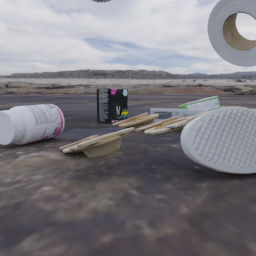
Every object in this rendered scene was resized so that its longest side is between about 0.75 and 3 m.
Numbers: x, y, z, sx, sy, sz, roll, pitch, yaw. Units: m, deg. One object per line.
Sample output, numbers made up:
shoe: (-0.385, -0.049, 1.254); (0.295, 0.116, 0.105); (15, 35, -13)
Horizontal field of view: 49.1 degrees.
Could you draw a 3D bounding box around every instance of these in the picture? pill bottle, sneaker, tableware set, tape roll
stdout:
pill bottle: (-2.231, -0.088, 6.363); (0.843, 0.843, 1.488); (4, 9, 27)
sneaker: (1.887, 0.224, 4.598); (2.717, 1.004, 1.113); (-1, -10, -23)
tableware set: (-0.051, 0.057, 4.988); (2.156, 0.299, 2.581); (-19, 6, -22)
tape roll: (2.625, -2.225, 6.178); (0.585, 1.672, 1.672); (-39, 29, -28)

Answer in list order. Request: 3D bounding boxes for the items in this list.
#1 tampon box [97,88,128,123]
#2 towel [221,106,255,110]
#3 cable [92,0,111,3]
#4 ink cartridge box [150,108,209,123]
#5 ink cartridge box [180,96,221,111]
tampon box: (-0.568, -0.838, 10.225); (0.764, 1.210, 0.907); (7, 11, 39)
towel: (4.130, -0.503, 10.552); (1.881, 0.463, 2.535); (4, 9, 20)
cable: (-0.764, -4.145, 8.106); (1.103, 1.103, 0.382); (-24, -22, -6)
ink cartridge box: (1.727, -0.161, 8.914); (1.700, 0.597, 2.092); (2, -13, 17)
ink cartridge box: (2.390, -0.709, 10.174); (1.679, 0.498, 0.872); (-14, 1, -3)
